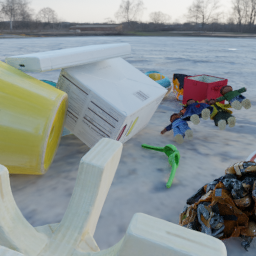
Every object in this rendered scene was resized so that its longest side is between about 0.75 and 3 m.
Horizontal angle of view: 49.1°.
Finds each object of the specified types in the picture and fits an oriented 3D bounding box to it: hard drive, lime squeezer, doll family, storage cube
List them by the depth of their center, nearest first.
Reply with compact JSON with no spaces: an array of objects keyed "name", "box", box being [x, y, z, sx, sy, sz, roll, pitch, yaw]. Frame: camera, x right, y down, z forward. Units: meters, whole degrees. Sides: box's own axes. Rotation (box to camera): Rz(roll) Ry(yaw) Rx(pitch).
[{"name":"lime squeezer","box":[0.849,0.646,6.181,0.663,0.354,1.879,-4,23,-11]},{"name":"hard drive","box":[-1.347,-1.678,6.567,1.610,0.326,2.440,13,27,44]},{"name":"doll family","box":[1.985,-0.399,7.429,2.406,0.944,1.391,-14,27,3]},{"name":"storage cube","box":[2.647,-1.185,9.706,1.053,1.108,1.232,-14,27,-32]}]

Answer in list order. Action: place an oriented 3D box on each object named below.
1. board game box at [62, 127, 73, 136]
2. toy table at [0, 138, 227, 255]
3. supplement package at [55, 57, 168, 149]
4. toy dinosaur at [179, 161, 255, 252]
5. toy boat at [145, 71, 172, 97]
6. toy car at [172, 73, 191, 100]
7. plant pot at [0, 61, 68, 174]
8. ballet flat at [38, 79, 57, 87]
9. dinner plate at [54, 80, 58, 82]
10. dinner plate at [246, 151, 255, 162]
[{"name":"board game box","box":[-1.846,-0.203,7.827,1.284,0.674,0.662,-14,25,-33]},{"name":"toy table","box":[-0.594,1.226,2.402,2.707,1.585,2.488,12,22,0]},{"name":"supplement package","box":[-0.441,-0.698,7.263,1.889,1.345,2.426,38,34,12]},{"name":"toy dinosaur","box":[2.009,0.924,4.296,2.794,1.427,1.897,-46,25,-29]},{"name":"toy boat","box":[0.551,-1.871,11.345,2.476,1.151,2.082,-1,22,-4]},{"name":"toy car","box":[1.433,-1.385,10.457,2.666,0.887,1.308,-10,46,-30]},{"name":"plant pot","box":[-2.665,-0.188,5.616,2.527,2.686,2.686,15,21,-5]},{"name":"ballet flat","box":[-3.690,-1.488,11.018,2.411,0.837,0.837,-5,22,-4]},{"name":"dinner plate","box":[-3.230,-2.197,13.532,1.287,0.156,1.287,0,20,0]},{"name":"dinner plate","box":[3.563,0.911,5.158,2.640,0.320,2.640,-9,24,4]}]
